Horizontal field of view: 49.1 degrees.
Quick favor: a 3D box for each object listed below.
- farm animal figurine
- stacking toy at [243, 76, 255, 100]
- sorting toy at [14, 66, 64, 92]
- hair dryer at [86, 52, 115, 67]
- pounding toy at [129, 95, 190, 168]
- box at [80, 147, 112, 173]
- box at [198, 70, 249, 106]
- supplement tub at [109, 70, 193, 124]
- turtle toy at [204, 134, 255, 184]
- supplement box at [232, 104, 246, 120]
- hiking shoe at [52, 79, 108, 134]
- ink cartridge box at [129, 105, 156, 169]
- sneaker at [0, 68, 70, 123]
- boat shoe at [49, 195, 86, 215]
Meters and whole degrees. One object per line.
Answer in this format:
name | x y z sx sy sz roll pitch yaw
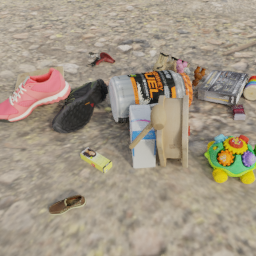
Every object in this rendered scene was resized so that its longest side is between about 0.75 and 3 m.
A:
farm animal figurine | 1.934 -2.395 12.177 2.486 1.296 2.459 14 18 -22
stacking toy | 5.487 -1.862 12.319 0.688 0.688 1.611 15 38 16
sorting toy | -3.644 -1.685 11.866 1.995 0.698 2.007 -12 41 -3
hair dryer | -1.367 -3.444 14.389 1.468 0.399 1.118 -2 59 4
pounding toy | 0.998 -0.023 8.482 1.720 2.998 1.714 1 58 12
box | -1.052 1.049 9.208 1.079 0.270 0.406 27 48 26
box | 4.131 -1.800 12.125 1.609 0.491 2.032 13 42 29
supplement tub | 0.828 -1.235 10.678 2.913 1.785 1.785 -10 42 -11
turtle toy | 3.533 0.832 8.804 2.209 1.116 1.610 2 41 2
supplement box | 4.380 -0.628 11.118 0.417 0.233 0.766 -1 41 13
hiking shoe | -2.008 -0.815 10.950 1.427 1.074 2.836 3 43 45
ink cartridge box | 0.460 0.244 9.334 0.756 1.291 1.787 -4 41 -2
sneaker | -3.617 -1.285 10.102 2.911 1.263 1.073 -28 51 -10
boat shoe | -1.720 2.097 7.798 1.068 0.395 0.394 -19 55 -6
